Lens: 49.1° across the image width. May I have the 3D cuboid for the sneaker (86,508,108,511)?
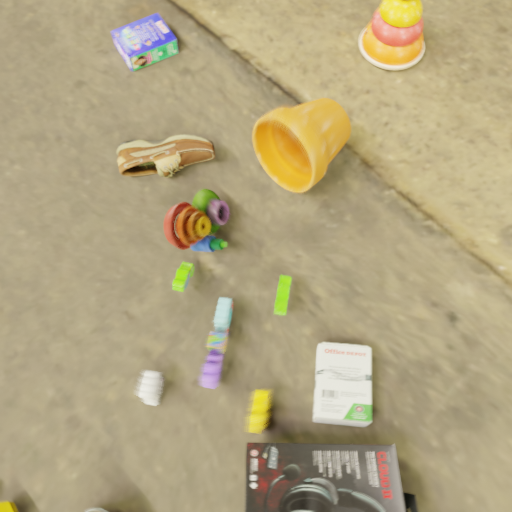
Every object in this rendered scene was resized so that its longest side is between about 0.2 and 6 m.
[{"bbox_3d":[-1.908,4.753,7.473,0.997,0.966,2.730,-28,67,-13],"label":"sneaker"}]

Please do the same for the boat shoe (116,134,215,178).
[{"bbox_3d":[-1.774,-1.868,10.973,1.950,0.738,0.720,-4,69,7],"label":"boat shoe"}]

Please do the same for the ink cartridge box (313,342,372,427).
[{"bbox_3d":[1.397,2.078,9.064,0.890,0.504,1.214,6,64,3],"label":"ink cartridge box"}]

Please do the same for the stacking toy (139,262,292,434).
[{"bbox_3d":[-0.606,1.413,9.276,1.985,0.619,2.633,10,65,7],"label":"stacking toy"}]

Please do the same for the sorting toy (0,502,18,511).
[{"bbox_3d":[-4.083,4.759,7.861,1.970,0.354,2.644,16,64,13],"label":"sorting toy"}]

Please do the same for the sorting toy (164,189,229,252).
[{"bbox_3d":[-0.867,-0.561,9.857,0.697,1.020,1.698,4,22,30],"label":"sorting toy"}]

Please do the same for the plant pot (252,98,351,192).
[{"bbox_3d":[0.932,-2.152,10.220,1.504,1.504,1.377,42,63,18],"label":"plant pot"}]

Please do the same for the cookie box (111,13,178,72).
[{"bbox_3d":[-2.477,-4.772,12.515,1.151,0.433,0.985,-27,67,-13],"label":"cookie box"}]

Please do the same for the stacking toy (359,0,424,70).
[{"bbox_3d":[3.034,-5.095,11.810,1.453,1.989,1.453,0,63,0],"label":"stacking toy"}]

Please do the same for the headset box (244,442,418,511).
[{"bbox_3d":[1.045,3.653,7.826,2.430,0.938,1.808,1,48,2],"label":"headset box"}]
